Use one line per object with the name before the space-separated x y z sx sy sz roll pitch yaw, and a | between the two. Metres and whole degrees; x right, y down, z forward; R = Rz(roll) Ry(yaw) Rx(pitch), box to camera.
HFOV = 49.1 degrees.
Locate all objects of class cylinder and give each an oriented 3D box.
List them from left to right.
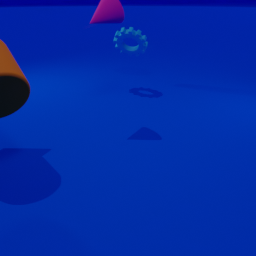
cylinder | -2.998 -1.089 6.028 1.328 1.328 1.328 -19 61 -34

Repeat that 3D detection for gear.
gear | 0.104 -3.431 11.237 1.348 1.348 0.249 7 62 14

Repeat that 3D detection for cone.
cone | -0.712 -3.066 7.648 0.876 0.873 0.873 -41 42 -20
